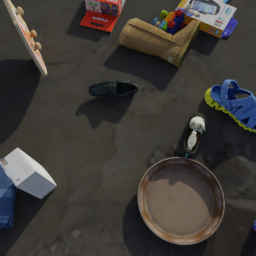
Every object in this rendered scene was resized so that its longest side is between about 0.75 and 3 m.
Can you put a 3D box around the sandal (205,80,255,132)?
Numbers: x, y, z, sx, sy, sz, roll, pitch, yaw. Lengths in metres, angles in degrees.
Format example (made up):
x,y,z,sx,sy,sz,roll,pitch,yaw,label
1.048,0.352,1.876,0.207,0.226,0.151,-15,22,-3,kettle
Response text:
x,y,z,sx,sy,sz,roll,pitch,yaw,label
4.268,-0.838,10.271,2.886,1.256,1.147,29,66,11,sandal

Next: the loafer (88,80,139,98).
x,y,z,sx,sy,sz,roll,pitch,yaw,label
-0.553,-1.530,10.812,1.963,0.689,0.667,-4,98,-3,loafer

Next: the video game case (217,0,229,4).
x,y,z,sx,sy,sz,roll,pitch,yaw,label
4.199,-6.724,13.642,1.846,0.164,1.321,40,70,17,video game case

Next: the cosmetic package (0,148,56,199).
x,y,z,sx,sy,sz,roll,pitch,yaw,label
-3.045,1.467,8.735,0.739,1.995,1.014,-40,71,-14,cosmetic package

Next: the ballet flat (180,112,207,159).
x,y,z,sx,sy,sz,roll,pitch,yaw,label
2.435,0.184,10.070,0.699,0.703,2.055,16,65,9,ballet flat

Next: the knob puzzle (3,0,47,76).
x,y,z,sx,sy,sz,roll,pitch,yaw,label
-3.623,-3.320,10.609,0.439,3.167,3.167,-25,67,-6,knob puzzle

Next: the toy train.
x,y,z,sx,sy,sz,roll,pitch,yaw,label
1.956,-4.967,12.414,1.136,0.831,1.963,27,75,26,toy train

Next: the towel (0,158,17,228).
x,y,z,sx,sy,sz,roll,pitch,yaw,label
-4.321,2.138,9.239,1.251,0.544,2.241,-3,66,-1,towel

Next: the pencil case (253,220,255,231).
x,y,z,sx,sy,sz,roll,pitch,yaw,label
4.712,3.371,8.535,1.751,0.760,0.683,39,54,16,pencil case

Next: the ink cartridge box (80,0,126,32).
x,y,z,sx,sy,sz,roll,pitch,yaw,label
-1.041,-5.884,12.905,1.621,0.749,2.975,15,64,7,ink cartridge box

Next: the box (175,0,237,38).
x,y,z,sx,sy,sz,roll,pitch,yaw,label
3.610,-5.142,12.692,2.671,0.554,1.590,27,67,15,box

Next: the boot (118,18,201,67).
x,y,z,sx,sy,sz,roll,pitch,yaw,label
1.392,-4.095,11.972,2.845,0.941,2.492,27,69,13,boot

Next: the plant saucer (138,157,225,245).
x,y,z,sx,sy,sz,roll,pitch,yaw,label
1.701,2.341,9.197,2.789,0.447,2.789,0,65,-1,plant saucer
